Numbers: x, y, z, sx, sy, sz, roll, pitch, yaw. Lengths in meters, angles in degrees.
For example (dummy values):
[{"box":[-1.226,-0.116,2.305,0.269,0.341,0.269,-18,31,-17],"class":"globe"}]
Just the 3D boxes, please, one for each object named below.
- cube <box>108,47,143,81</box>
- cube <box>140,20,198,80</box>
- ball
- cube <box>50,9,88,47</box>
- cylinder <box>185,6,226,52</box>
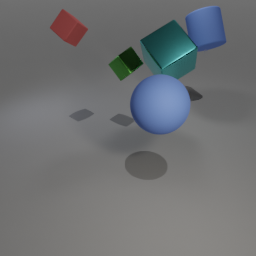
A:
[{"box":[-0.071,-2.119,9.271,0.700,0.700,0.700,-44,11,-32],"class":"cube"},{"box":[1.421,-2.545,9.766,1.400,1.400,1.400,-32,71,-1],"class":"cube"},{"box":[0.747,-0.545,6.577,1.400,1.400,1.400,0,29,0],"class":"ball"},{"box":[-1.808,-3.067,8.631,0.700,0.700,0.700,43,14,13],"class":"cube"},{"box":[3.139,-3.967,11.346,1.400,1.400,1.400,-12,3,1],"class":"cylinder"}]
